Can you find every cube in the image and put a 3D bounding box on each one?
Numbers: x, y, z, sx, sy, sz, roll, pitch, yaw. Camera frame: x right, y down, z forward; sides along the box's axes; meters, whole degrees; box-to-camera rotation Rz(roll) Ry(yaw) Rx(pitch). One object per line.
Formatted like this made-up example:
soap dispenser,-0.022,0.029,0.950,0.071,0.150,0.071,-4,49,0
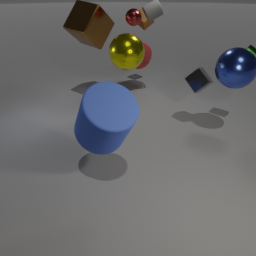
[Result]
cube,2.706,-1.813,10.651,0.700,0.700,0.700,57,27,7
cube,0.844,-5.597,14.298,0.700,0.700,0.700,-41,76,-6
cube,-1.730,-4.591,12.499,1.400,1.400,1.400,27,-1,31

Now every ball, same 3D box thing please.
ball,3.730,-2.055,9.661,1.400,1.400,1.400,0,28,0
ball,-0.048,-2.955,10.894,1.400,1.400,1.400,0,28,0
ball,0.231,-4.708,11.913,0.700,0.700,0.700,0,28,0

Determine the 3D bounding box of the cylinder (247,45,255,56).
cylinder,4.527,-2.563,10.284,0.700,0.700,0.700,42,40,9

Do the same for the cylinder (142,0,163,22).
cylinder,1.078,-5.099,12.168,0.700,0.700,0.700,-27,27,7

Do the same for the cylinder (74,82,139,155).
cylinder,-0.587,-0.219,7.143,1.400,1.400,1.400,8,60,-15

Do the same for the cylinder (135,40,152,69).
cylinder,0.286,-3.868,14.302,1.400,1.400,1.400,21,7,35
